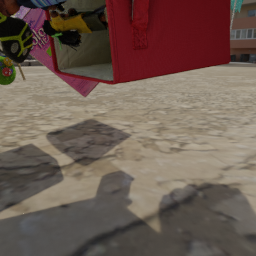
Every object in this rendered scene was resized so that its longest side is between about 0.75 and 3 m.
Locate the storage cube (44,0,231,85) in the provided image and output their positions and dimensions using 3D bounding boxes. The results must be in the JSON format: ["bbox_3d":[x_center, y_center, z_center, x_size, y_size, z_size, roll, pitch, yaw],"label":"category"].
[{"bbox_3d":[0.092,-2.361,5.234,2.638,2.509,2.935,-15,22,-29],"label":"storage cube"}]

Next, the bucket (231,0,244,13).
[{"bbox_3d":[2.832,-4.123,8.496,1.471,0.957,1.471,9,21,-3],"label":"bucket"}]

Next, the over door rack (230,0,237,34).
[{"bbox_3d":[2.343,-3.151,7.045,0.682,2.048,1.513,28,18,32],"label":"over door rack"}]

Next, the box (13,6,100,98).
[{"bbox_3d":[-1.882,-2.328,7.678,2.422,1.171,2.130,38,10,-34],"label":"box"}]

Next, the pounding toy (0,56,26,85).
[{"bbox_3d":[-4.070,-2.058,9.586,0.614,1.021,1.323,-14,9,38],"label":"pounding toy"}]

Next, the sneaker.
[{"bbox_3d":[-2.461,-1.886,5.137,0.773,0.763,2.025,24,-9,14],"label":"sneaker"}]

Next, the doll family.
[{"bbox_3d":[-1.037,-1.956,4.559,1.388,0.942,2.402,-6,-11,12],"label":"doll family"}]
